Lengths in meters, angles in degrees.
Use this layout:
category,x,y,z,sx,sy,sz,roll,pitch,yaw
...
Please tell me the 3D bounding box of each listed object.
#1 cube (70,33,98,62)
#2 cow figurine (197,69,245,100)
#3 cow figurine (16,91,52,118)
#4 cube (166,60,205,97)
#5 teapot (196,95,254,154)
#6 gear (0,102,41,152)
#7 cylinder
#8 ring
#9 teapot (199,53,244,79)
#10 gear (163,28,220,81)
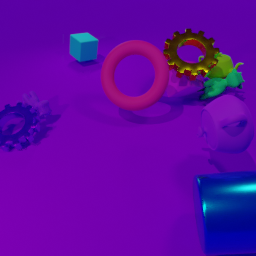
category,x,y,z,sx,sy,sz,roll,pitch,yaw
cube,-1.679,-3.069,10.629,0.772,0.772,0.772,-20,47,-34
cow figurine,2.741,-1.262,8.281,1.146,0.639,1.165,-20,-1,-15
cow figurine,-2.534,-0.557,7.618,0.885,0.899,0.494,55,38,-3
cube,1.621,-1.430,8.291,0.817,0.817,0.817,-7,-12,-43
teapot,1.811,-0.021,5.489,0.910,1.859,1.156,-13,81,-2
gear,-2.847,-0.048,6.954,1.300,0.240,1.300,-2,57,4
cylinder,1.747,1.322,4.463,1.244,1.244,1.244,-6,36,7
ring,0.160,-1.332,7.151,1.787,1.787,0.357,10,5,13
teapot,2.809,-1.933,8.597,0.946,0.745,1.522,-30,41,-31
gear,1.725,-2.044,7.727,1.515,0.280,1.515,0,68,0
